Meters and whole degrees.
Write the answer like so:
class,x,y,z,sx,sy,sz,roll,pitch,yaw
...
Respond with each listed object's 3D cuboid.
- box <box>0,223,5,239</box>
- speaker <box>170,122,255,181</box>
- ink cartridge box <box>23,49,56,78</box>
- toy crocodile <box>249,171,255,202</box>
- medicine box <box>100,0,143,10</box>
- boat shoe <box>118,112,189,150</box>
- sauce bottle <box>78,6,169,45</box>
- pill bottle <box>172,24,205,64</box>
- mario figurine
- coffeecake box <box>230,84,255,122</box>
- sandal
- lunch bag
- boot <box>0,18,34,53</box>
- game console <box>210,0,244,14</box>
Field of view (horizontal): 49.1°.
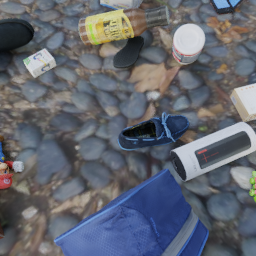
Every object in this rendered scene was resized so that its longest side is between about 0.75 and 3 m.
class,x,y,z,sx,sy,sz,roll,pitch,yaw
box,-4.334,1.728,6.978,1.418,1.061,2.833,-28,64,-14
speaker,2.310,0.631,7.636,2.236,0.908,0.908,-20,64,-11
ink cartridge box,-2.960,-2.194,9.435,0.861,0.377,0.625,-34,66,-18
toy crocodile,3.443,1.563,7.487,0.296,0.271,0.878,10,62,5
medicine box,-0.129,-5.359,10.878,1.428,0.807,1.568,23,64,12
boat shoe,0.797,0.122,7.985,2.166,0.743,0.911,-22,64,-11
sauce bottle,-0.151,-3.480,9.357,2.996,0.969,0.969,-7,60,17
pill bottle,1.871,-2.557,8.880,0.917,1.534,0.917,0,87,7
mario figurine,-3.477,0.845,7.542,1.024,0.879,1.659,-24,63,-14
coffeecake box,4.009,-0.846,8.658,1.281,0.468,0.983,-14,63,-8
sandal,0.078,-2.515,9.624,0.722,0.460,1.921,21,51,11
lunch bag,0.308,2.262,5.674,2.004,2.950,1.952,-36,79,28
boot,-4.474,-2.303,9.076,2.754,1.052,2.314,-8,58,4
game console,3.795,-5.075,10.800,0.989,0.681,1.148,-12,62,-7
